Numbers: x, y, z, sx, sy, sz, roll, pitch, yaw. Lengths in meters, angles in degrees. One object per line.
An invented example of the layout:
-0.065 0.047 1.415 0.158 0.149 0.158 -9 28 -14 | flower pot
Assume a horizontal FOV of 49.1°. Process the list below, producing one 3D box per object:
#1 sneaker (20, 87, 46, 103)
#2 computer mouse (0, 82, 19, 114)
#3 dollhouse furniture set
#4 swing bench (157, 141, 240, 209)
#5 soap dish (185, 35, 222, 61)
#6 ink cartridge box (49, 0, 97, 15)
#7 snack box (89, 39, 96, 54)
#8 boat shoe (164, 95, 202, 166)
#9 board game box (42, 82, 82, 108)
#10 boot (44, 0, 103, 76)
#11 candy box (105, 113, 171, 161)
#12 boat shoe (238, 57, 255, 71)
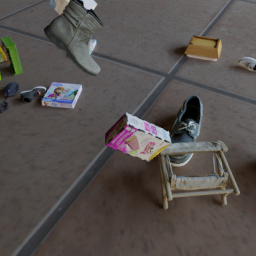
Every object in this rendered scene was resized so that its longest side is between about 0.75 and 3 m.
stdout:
-3.791 -1.308 11.262 1.055 0.373 0.523 -19 49 -11 | sneaker
-4.883 -1.273 11.230 0.570 0.331 1.944 2 45 1 | computer mouse
-6.268 -3.456 12.663 1.872 1.434 2.857 -25 50 -23 | dollhouse furniture set
1.810 1.164 7.814 1.843 1.202 1.853 -4 61 -2 | swing bench
3.727 -3.957 13.734 1.636 0.664 1.287 14 46 15 | soap dish
-1.925 -4.414 10.107 1.460 0.938 0.914 45 62 -13 | ink cartridge box
-2.185 -4.046 14.114 0.818 0.261 1.408 8 45 8 | snack box
1.904 -0.013 9.506 1.079 0.916 2.964 17 47 16 | boat shoe
-2.650 -1.344 11.345 1.272 0.262 1.269 6 45 6 | board game box
-1.115 -2.361 7.474 1.294 1.981 0.671 -38 39 15 | boot
0.207 0.222 5.798 1.150 0.784 0.351 22 43 -29 | candy box
5.686 -2.828 12.777 1.340 0.483 0.459 23 47 9 | boat shoe
